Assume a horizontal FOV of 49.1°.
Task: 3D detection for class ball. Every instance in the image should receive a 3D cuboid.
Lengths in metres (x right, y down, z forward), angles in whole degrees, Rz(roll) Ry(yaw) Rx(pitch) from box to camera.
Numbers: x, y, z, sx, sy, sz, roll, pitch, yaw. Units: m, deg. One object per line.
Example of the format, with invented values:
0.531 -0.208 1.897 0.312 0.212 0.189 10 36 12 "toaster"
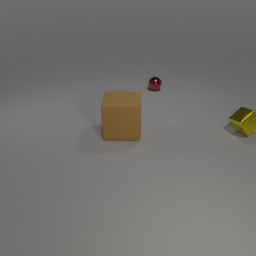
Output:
1.381 -2.269 14.320 0.700 0.700 0.700 0 30 0 "ball"

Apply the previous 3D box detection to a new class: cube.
-0.208 -0.484 10.488 1.400 1.400 1.400 1 29 2 "cube"
4.352 -0.261 10.424 0.700 0.700 0.700 -41 25 -3 "cube"
